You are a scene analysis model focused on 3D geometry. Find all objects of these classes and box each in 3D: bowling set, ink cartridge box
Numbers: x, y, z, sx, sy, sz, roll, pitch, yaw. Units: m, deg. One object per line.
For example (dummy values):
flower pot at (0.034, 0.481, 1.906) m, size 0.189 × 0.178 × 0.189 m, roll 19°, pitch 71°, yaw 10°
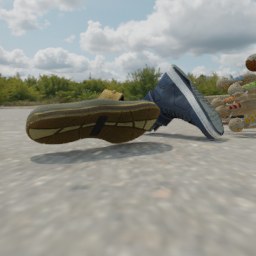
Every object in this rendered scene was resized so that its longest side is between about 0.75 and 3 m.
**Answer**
bowling set at (2.593, -0.926, 6.662) m, size 1.174 × 1.522 × 2.187 m, roll -12°, pitch 17°, yaw 0°
ink cartridge box at (4.209, -0.719, 10.451) m, size 2.583 × 0.970 × 2.128 m, roll -3°, pitch 3°, yaw -35°

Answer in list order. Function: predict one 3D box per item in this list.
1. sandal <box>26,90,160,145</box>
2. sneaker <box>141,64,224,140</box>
sandal at (-0.429, -0.232, 4.434) m, size 2.422 × 0.654 × 0.973 m, roll -2°, pitch -36°, yaw -38°
sneaker at (1.015, -0.204, 6.175) m, size 0.822 × 1.561 × 2.161 m, roll 25°, pitch 29°, yaw -40°
